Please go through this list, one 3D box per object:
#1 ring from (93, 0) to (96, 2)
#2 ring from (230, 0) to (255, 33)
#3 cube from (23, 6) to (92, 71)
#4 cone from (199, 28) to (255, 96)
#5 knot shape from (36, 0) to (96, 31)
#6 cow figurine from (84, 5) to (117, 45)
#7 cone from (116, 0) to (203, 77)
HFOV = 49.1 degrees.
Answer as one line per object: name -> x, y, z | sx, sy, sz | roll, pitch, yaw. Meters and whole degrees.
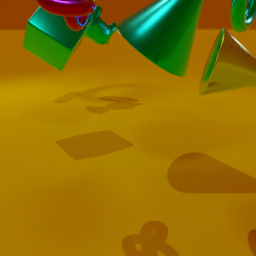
ring -> -1.680, -4.977, 10.234 | 1.459, 1.459, 0.292 | 11, -7, 25
ring -> 3.153, -3.442, 7.350 | 0.361, 1.803, 1.803 | 21, 29, 30
cube -> -1.671, -2.227, 6.595 | 1.079, 1.079, 1.079 | 32, -26, -15
cone -> 1.420, -0.684, 3.433 | 0.848, 0.844, 0.844 | 17, 23, 4
knot shape -> -0.773, -1.672, 3.565 | 0.495, 1.071, 1.002 | -37, -15, 15
cow figurine -> -1.351, -3.273, 9.393 | 0.934, 1.701, 1.674 | 5, 60, 58
cone -> 0.916, -2.088, 5.052 | 1.641, 1.647, 1.641 | 29, 29, -18
